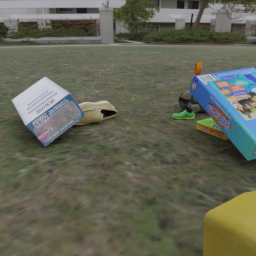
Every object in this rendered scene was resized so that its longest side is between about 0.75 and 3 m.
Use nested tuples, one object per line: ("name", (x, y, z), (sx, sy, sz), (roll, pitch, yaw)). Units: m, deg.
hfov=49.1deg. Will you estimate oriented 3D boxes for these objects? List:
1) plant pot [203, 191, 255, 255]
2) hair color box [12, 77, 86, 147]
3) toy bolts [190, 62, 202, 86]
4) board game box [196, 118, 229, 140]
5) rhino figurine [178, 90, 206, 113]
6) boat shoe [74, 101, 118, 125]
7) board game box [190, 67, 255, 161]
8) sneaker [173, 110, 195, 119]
("plant pot", (1.667, 1.480, 3.082), (1.446, 1.456, 1.489), (-13, 17, -32))
("hair color box", (-2.550, -0.630, 8.625), (1.450, 0.878, 2.900), (-39, 32, -11))
("toy bolts", (3.583, -2.076, 12.795), (1.118, 1.540, 1.612), (7, 39, 1))
("board game box", (3.369, -0.169, 8.968), (2.327, 0.349, 1.112), (-17, 27, -33))
("rhino figurine", (3.208, -1.002, 10.428), (2.824, 0.844, 1.235), (0, 7, -8))
("boat shoe", (-1.133, -0.458, 9.331), (0.765, 0.720, 2.008), (34, 37, 29))
("board game box", (3.157, -0.530, 7.164), (2.057, 0.609, 2.705), (-11, 44, -16))
("sneaker", (1.939, -0.480, 9.792), (0.770, 0.322, 0.285), (-1, 21, 0))
